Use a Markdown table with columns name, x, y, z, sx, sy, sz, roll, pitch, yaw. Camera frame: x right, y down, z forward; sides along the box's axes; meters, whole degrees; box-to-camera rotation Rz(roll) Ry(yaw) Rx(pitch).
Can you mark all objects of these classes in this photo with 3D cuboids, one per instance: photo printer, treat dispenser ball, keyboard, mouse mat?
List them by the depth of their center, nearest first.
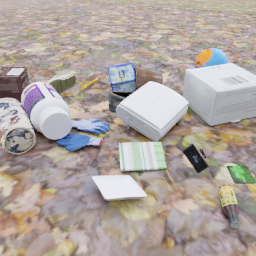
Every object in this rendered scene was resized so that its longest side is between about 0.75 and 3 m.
| name | x | y | z | sx | sy | sz | roll | pitch | yaw |
| --- | --- | --- | --- | --- | --- | --- | --- | --- | --- |
| keyboard | 2.186 | 0.922 | 8.834 | 0.566 | 0.943 | 0.121 | -35 | 11 | 6 |
| mouse mat | 3.710 | 1.518 | 9.210 | 0.702 | 0.033 | 0.873 | -1 | 32 | -2 |
| photo printer | 1.139 | -0.838 | 11.562 | 2.191 | 0.914 | 2.633 | 34 | 49 | 20 |
| treat dispenser ball | 4.586 | -3.461 | 15.395 | 1.778 | 1.778 | 1.778 | 0 | 33 | 0 |

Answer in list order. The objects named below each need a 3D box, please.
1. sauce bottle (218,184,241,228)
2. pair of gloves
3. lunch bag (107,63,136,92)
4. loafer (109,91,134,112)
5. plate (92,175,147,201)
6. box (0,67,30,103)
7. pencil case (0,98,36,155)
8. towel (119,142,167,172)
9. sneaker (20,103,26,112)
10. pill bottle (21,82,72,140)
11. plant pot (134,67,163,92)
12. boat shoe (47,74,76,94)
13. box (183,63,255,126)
| name | x | y | z | sx | sy | sz | roll | pitch | yaw |
| --- | --- | --- | --- | --- | --- | --- | --- | --- | --- |
| sauce bottle | 2.855 | 2.160 | 7.823 | 0.446 | 0.446 | 1.350 | 2 | 31 | 3 |
| pair of gloves | -1.726 | 0.240 | 11.015 | 1.809 | 0.256 | 2.250 | 3 | 32 | 8 |
| lunch bag | -0.251 | -2.396 | 13.783 | 1.293 | 1.521 | 0.969 | -10 | 32 | 0 |
| loafer | 0.503 | -1.350 | 12.880 | 2.823 | 0.888 | 1.014 | -8 | 33 | -12 |
| plate | -0.289 | 1.777 | 8.233 | 1.303 | 0.211 | 1.300 | 3 | 17 | -26 |
| box | -5.471 | -1.996 | 13.328 | 1.227 | 1.494 | 1.240 | 0 | 32 | 1 |
| pencil case | -4.459 | -0.132 | 10.757 | 1.288 | 1.120 | 2.879 | -14 | 35 | -26 |
| towel | 0.481 | 0.996 | 9.676 | 1.560 | 0.239 | 1.164 | -1 | 50 | -6 |
| sneaker | -4.472 | -0.913 | 12.642 | 1.084 | 0.435 | 0.468 | -19 | 38 | -25 |
| pill bottle | -3.231 | -0.691 | 11.226 | 1.539 | 1.539 | 2.762 | -16 | 35 | -24 |
| plant pot | 0.935 | -2.312 | 14.057 | 1.402 | 1.417 | 1.417 | 1 | 32 | -11 |
| boat shoe | -3.632 | -2.295 | 14.539 | 0.741 | 0.810 | 2.167 | 14 | 25 | 24 |
| box | 4.182 | -1.587 | 12.518 | 2.565 | 1.686 | 2.579 | -11 | 34 | -16 |
